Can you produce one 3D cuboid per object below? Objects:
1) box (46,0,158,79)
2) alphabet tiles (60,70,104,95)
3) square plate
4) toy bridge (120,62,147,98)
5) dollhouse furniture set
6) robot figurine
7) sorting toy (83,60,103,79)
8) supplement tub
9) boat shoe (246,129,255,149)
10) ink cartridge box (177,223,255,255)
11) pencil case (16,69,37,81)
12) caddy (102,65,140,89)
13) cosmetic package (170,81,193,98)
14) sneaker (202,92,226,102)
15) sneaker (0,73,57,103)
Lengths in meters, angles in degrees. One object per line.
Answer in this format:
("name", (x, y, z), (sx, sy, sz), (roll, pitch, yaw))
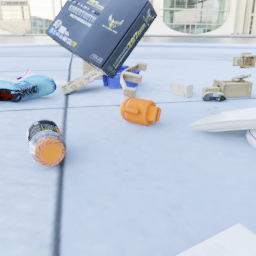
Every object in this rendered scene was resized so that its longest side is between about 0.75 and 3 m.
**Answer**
("box", (-0.639, -2.218, 5.997), (2.057, 1.622, 0.525), (38, 3, 30))
("alphabet tiles", (-1.981, -2.133, 12.476), (2.148, 0.081, 1.796), (-27, 25, -8))
("square plate", (3.065, -0.251, 7.383), (2.209, 0.314, 2.189), (-6, 8, 44))
("toy bridge", (0.163, -2.193, 12.076), (0.889, 0.360, 2.645), (13, 40, 6))
("dollhouse furniture set", (3.837, -2.131, 11.200), (1.959, 1.732, 1.089), (-3, 20, -9))
("robot figurine", (0.317, -0.497, 8.231), (1.307, 0.762, 0.940), (14, 44, 30))
("sorting toy", (-1.643, -3.368, 15.050), (1.507, 1.498, 0.524), (-1, 4, -3))
("supplement tub", (-1.765, 0.303, 6.046), (0.746, 0.746, 1.218), (-8, 21, -21))
("boat shoe", (3.560, 0.273, 5.991), (0.920, 0.836, 2.503), (-6, 21, -16))
("ink cartridge box", (0.878, 1.685, 2.762), (1.800, 0.453, 0.981), (-13, 24, -28))
("pencil case", (-4.352, -2.050, 12.241), (0.825, 0.840, 1.965), (-21, 24, -3))
("caddy", (-0.341, -2.489, 13.232), (1.913, 1.004, 1.353), (-10, 22, -25))
("cosmetic package", (2.193, -1.605, 11.543), (0.366, 0.518, 1.001), (-14, 23, -32))
("sneaker", (3.283, -1.159, 10.594), (0.980, 0.362, 0.397), (-7, 25, -15))
("sneaker", (-3.988, -1.332, 10.593), (2.552, 1.000, 1.148), (-9, 37, -9))
